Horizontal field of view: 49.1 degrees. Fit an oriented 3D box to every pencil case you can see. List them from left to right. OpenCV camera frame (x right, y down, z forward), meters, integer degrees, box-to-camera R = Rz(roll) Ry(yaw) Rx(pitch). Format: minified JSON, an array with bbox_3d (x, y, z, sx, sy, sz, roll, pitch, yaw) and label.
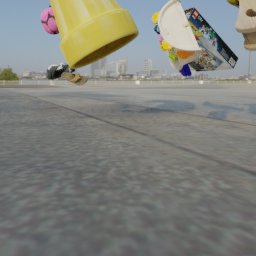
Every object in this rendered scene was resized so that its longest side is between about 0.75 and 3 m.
[{"bbox_3d":[-2.097,-4.225,10.079,2.459,1.116,1.152,-3,12,44],"label":"pencil case"}]

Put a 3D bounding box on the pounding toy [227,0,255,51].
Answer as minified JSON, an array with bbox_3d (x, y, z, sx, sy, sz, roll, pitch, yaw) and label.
[{"bbox_3d":[3.407,-2.690,6.894,1.673,1.668,2.917,35,23,-45],"label":"pounding toy"}]

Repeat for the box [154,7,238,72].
[{"bbox_3d":[2.142,-2.666,8.856,2.351,0.443,1.605,34,-10,-31],"label":"box"}]

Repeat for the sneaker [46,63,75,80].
[{"bbox_3d":[-2.442,-2.123,10.396,0.671,0.493,1.483,7,24,17],"label":"sneaker"}]

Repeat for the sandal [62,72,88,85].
[{"bbox_3d":[-1.819,-1.702,9.431,0.927,0.372,0.250,18,-19,6],"label":"sandal"}]

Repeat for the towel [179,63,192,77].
[{"bbox_3d":[2.065,-2.917,11.529,0.390,1.575,1.163,-27,29,3],"label":"towel"}]

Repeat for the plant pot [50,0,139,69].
[{"bbox_3d":[-1.142,-3.135,8.006,2.268,2.134,2.268,-27,8,4],"label":"plant pot"}]

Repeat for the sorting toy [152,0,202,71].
[{"bbox_3d":[1.005,-1.880,6.229,0.723,1.354,1.219,-17,-18,2],"label":"sorting toy"}]
